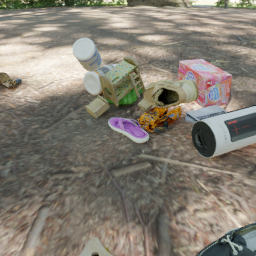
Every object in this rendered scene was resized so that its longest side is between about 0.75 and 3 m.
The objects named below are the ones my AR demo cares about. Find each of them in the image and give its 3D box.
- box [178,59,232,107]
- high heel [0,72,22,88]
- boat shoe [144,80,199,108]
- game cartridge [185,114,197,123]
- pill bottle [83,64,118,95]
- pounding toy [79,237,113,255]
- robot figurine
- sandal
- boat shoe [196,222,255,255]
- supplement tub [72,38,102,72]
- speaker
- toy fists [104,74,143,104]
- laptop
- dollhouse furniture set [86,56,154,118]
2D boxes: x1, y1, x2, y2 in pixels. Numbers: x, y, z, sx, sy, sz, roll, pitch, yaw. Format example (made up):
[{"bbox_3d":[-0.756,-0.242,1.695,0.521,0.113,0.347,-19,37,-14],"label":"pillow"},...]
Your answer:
[{"bbox_3d":[3.383,-2.128,12.756,1.260,1.366,2.661,-8,31,-14],"label":"box"},{"bbox_3d":[-6.281,-2.357,13.889,1.671,0.597,1.191,9,23,-2],"label":"high heel"},{"bbox_3d":[1.081,-1.034,8.629,0.776,0.857,2.404,-21,9,-27],"label":"boat shoe"},{"bbox_3d":[2.542,-0.435,11.000,0.528,0.165,0.793,15,33,17],"label":"game cartridge"},{"bbox_3d":[-1.086,-2.393,13.453,1.156,1.156,1.987,20,35,31],"label":"pill bottle"},{"bbox_3d":[-0.116,2.537,4.716,1.129,1.133,1.975,-27,39,-32],"label":"pounding toy"},{"bbox_3d":[1.154,-0.410,10.553,1.320,0.530,1.821,22,36,36],"label":"robot figurine"},{"bbox_3d":[0.048,-0.085,10.022,0.802,0.484,1.971,-23,37,-35],"label":"sandal"},{"bbox_3d":[2.210,2.341,5.586,2.055,0.620,0.777,-13,32,-22],"label":"boat shoe"},{"bbox_3d":[-1.451,-2.626,10.147,0.827,0.827,1.254,5,-7,9],"label":"supplement tub"},{"bbox_3d":[3.569,0.045,9.090,2.988,1.213,1.213,-13,32,-22],"label":"speaker"},{"bbox_3d":[-0.047,-1.781,12.666,1.284,0.866,2.519,10,30,16],"label":"toy fists"},{"bbox_3d":[3.484,-0.725,10.448,1.736,1.075,1.854,-13,37,-29],"label":"laptop"},{"bbox_3d":[-0.113,-1.279,10.679,2.152,1.353,2.433,34,65,28],"label":"dollhouse furniture set"}]
